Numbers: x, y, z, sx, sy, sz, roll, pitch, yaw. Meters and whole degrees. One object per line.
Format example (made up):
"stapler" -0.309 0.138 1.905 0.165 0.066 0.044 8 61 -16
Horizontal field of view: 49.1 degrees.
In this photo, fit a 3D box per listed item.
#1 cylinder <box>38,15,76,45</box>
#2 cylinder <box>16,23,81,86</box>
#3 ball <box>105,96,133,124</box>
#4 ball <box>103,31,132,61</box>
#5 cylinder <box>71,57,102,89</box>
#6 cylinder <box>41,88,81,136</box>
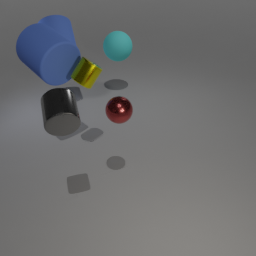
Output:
"cylinder" -2.909 -3.644 11.534 1.400 1.400 1.400 -14 -9 -2
"cylinder" -2.384 -2.212 8.435 1.400 1.400 1.400 -28 55 -37
"ball" -0.226 -0.457 7.113 0.700 0.700 0.700 0 32 0
"ball" -0.490 -3.905 13.401 1.400 1.400 1.400 0 32 0
"cylinder" -1.224 -1.628 8.289 0.700 0.700 0.700 33 11 -7
"cylinder" -1.342 -0.313 5.562 0.700 0.700 0.700 -9 54 -14
